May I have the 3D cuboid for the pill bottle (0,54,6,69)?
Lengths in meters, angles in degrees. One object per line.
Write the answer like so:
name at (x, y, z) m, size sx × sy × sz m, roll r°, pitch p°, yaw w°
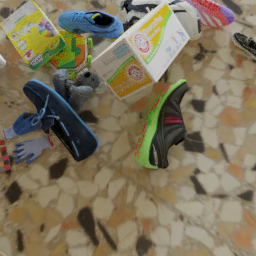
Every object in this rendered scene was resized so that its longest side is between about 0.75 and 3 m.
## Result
pill bottle at (-5.237, -1.769, 8.610) m, size 2.563 × 1.439 × 1.439 m, roll -40°, pitch 76°, yaw -6°

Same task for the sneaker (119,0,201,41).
sneaker at (0.865, -3.645, 9.424) m, size 1.943 × 1.192 × 2.986 m, roll -36°, pitch 75°, yaw -10°

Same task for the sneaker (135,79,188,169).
sneaker at (1.191, -0.110, 8.425) m, size 1.224 × 1.122 × 2.923 m, roll 25°, pitch 77°, yaw -8°

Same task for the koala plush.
koala plush at (-1.454, -1.299, 8.791) m, size 1.266 × 1.312 × 1.428 m, roll 35°, pitch 54°, yaw 12°

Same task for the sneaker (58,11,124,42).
sneaker at (-1.284, -3.446, 8.904) m, size 2.403 × 0.942 × 0.792 m, roll 19°, pitch 83°, yaw 18°

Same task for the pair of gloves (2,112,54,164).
pair of gloves at (-3.102, 0.275, 8.643) m, size 1.272 × 0.180 × 1.582 m, roll -26°, pitch 74°, yaw -10°

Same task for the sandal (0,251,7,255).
sandal at (-3.793, 3.380, 7.368) m, size 1.812 × 0.596 × 0.664 m, roll 42°, pitch 76°, yaw 13°

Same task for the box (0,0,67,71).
box at (-3.055, -2.991, 9.229) m, size 1.437 × 0.592 × 2.449 m, roll -38°, pitch 65°, yaw 1°

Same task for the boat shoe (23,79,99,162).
boat shoe at (-2.064, -0.224, 8.039) m, size 2.819 × 1.186 × 0.968 m, roll 42°, pitch 62°, yaw 4°

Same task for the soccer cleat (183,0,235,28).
soccer cleat at (2.516, -4.244, 9.737) m, size 2.516 × 0.962 × 0.839 m, roll 21°, pitch 73°, yaw 7°

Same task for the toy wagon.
toy wagon at (-1.990, -2.368, 9.406) m, size 1.546 × 0.394 × 1.992 m, roll -2°, pitch 71°, yaw 0°

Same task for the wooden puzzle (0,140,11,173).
wooden puzzle at (-3.987, 0.998, 8.435) m, size 0.763 × 0.090 × 1.287 m, roll -19°, pitch 73°, yaw -6°

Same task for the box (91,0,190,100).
box at (0.437, -2.235, 8.019) m, size 1.357 × 1.506 × 2.678 m, roll 51°, pitch 49°, yaw -17°

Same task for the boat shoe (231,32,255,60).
boat shoe at (4.129, -2.890, 9.542) m, size 0.475 × 0.467 × 1.317 m, roll -43°, pitch 77°, yaw -13°
